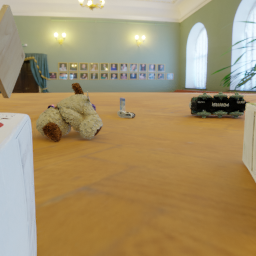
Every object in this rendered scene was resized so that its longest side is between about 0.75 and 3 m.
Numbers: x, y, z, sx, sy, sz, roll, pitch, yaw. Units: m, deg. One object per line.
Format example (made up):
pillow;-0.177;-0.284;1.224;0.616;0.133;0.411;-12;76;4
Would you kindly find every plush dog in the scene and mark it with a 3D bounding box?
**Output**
plush dog;-1.787;-0.297;7.809;1.589;1.485;1.850;-28;18;-16

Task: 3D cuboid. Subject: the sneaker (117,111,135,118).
sneaker;-0.045;-0.579;12.356;0.820;0.300;0.459;16;13;35

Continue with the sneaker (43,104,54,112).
sneaker;-3.646;-0.746;12.871;0.646;0.535;1.354;-16;13;-21

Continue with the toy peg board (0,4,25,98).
toy peg board;-3.862;-2.195;8.047;0.928;1.898;1.890;5;-35;-1

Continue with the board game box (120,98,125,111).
board game box;-0.272;-1.090;13.866;0.171;0.787;0.790;-3;9;-10

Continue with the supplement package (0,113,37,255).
supplement package;-1.299;0.647;1.169;1.696;1.305;1.774;-3;8;-17

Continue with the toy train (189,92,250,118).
toy train;4.029;-0.989;12.598;2.632;1.122;1.500;1;0;4

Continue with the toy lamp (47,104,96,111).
toy lamp;-2.461;-0.815;12.608;2.278;0.663;0.663;-9;13;-44

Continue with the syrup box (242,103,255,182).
syrup box;2.342;0.307;3.718;1.141;1.180;2.898;2;9;14
